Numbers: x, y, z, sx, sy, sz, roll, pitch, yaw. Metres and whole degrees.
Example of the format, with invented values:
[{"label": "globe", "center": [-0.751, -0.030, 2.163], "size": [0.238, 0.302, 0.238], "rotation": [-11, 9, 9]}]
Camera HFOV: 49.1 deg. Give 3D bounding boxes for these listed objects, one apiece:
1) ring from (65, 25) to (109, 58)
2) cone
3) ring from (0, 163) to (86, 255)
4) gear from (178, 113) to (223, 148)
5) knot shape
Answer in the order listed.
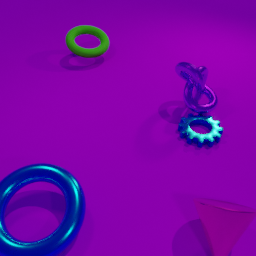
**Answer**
[{"label": "ring", "center": [-1.515, -3.254, 10.506], "size": [1.629, 0.326, 1.629], "rotation": [5, 57, -8]}, {"label": "cone", "center": [1.676, 1.950, 5.045], "size": [1.129, 1.129, 1.133], "rotation": [8, 84, 9]}, {"label": "ring", "center": [-1.830, 1.611, 5.532], "size": [1.992, 0.398, 1.992], "rotation": [0, 57, 0]}, {"label": "gear", "center": [1.983, 0.039, 7.705], "size": [1.184, 0.219, 1.184], "rotation": [0, 42, 0]}, {"label": "knot shape", "center": [2.074, -1.281, 8.358], "size": [0.768, 1.662, 1.555], "rotation": [-24, 6, 30]}]
